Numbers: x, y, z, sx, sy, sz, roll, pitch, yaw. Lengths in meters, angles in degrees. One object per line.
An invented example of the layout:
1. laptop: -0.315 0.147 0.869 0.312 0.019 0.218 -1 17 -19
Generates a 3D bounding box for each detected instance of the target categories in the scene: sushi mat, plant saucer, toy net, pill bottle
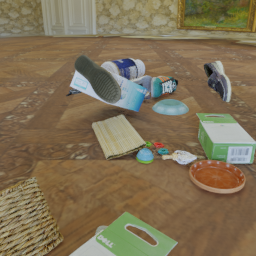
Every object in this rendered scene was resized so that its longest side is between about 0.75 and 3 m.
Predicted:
1. sushi mat: -0.434 0.225 10.171 1.378 0.174 2.881 -18 27 -10
2. plant saucer: 2.475 1.367 7.845 1.498 0.242 1.498 1 24 0
3. toy net: 1.236 0.858 8.914 1.850 0.357 0.970 9 22 15
4. plant saucer: 2.017 -1.067 13.268 1.736 0.334 1.736 0 23 0
5. pill bottle: -0.256 -3.435 17.123 1.548 1.548 2.788 20 30 38

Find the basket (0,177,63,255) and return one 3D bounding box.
1. basket: -2.652 2.118 5.643 2.027 1.510 1.446 -25 1 -43

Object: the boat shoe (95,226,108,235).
1. boat shoe: -0.102 2.313 5.526 1.331 0.471 0.424 11 -9 42

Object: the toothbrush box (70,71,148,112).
1. toothbrush box: -0.713 -1.712 11.890 2.040 1.188 2.786 26 7 24

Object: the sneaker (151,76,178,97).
1. sneaker: 2.022 -2.338 15.286 1.133 1.012 2.836 4 22 20

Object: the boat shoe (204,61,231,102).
1. boat shoe: 3.489 -1.845 11.035 0.728 0.808 2.248 -3 49 2

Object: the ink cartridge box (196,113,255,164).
1. ink cartridge box: 3.213 0.279 9.653 1.322 0.755 2.546 0 24 0

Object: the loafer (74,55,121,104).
1. loafer: -0.963 -1.749 10.013 2.351 0.894 0.793 50 16 21

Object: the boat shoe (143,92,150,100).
1. boat shoe: 0.757 -1.615 14.423 0.438 0.395 1.218 -33 16 -23

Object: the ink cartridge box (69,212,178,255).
1. ink cartridge box: -0.365 2.522 4.605 1.256 0.717 2.419 19 30 36

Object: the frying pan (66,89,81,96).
1. frying pan: -3.146 -2.014 15.635 1.168 0.190 0.707 -18 29 -41

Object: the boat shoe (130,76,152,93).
1. boat shoe: 0.469 -2.315 15.264 0.882 0.993 2.699 3 11 36
